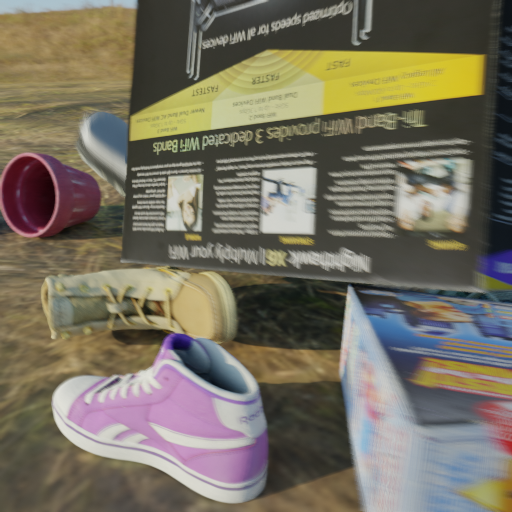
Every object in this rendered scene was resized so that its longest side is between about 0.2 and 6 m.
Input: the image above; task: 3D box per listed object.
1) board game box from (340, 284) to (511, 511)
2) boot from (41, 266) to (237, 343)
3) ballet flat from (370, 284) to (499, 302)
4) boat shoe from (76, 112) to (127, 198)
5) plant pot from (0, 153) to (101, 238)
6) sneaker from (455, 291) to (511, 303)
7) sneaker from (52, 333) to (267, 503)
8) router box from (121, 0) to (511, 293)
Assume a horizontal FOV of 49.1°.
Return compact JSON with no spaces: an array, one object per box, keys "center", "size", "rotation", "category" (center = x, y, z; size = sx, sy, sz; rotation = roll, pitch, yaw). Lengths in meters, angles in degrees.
[{"center":[1.949,1.110,3.733],"size":[3.322,1.025,3.320],"rotation":[7,9,18],"category":"board game box"},{"center":[-1.340,0.548,6.062],"size":[1.702,0.797,2.189],"rotation":[-4,10,-31],"category":"boot"},{"center":[2.217,0.625,6.291],"size":[0.736,0.727,2.163],"rotation":[32,1,-44],"category":"ballet flat"},{"center":[-1.658,-1.070,8.434],"size":[0.826,2.418,0.893],"rotation":[-34,27,50],"category":"boat shoe"},{"center":[-3.574,-1.070,10.049],"size":[1.456,1.456,1.303],"rotation":[12,9,27],"category":"plant pot"},{"center":[3.146,0.493,6.178],"size":[1.030,1.145,2.653],"rotation":[-15,26,-32],"category":"sneaker"},{"center":[-0.854,1.082,4.641],"size":[2.113,1.205,0.766],"rotation":[9,25,24],"category":"sneaker"},{"center":[0.425,-1.467,5.737],"size":[4.291,3.374,1.121],"rotation":[4,0,39],"category":"router box"}]
